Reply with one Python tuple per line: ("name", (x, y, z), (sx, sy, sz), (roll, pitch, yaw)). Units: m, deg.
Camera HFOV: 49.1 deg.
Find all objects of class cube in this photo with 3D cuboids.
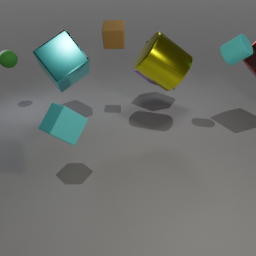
("cube", (4.830, -2.202, 9.243), (1.400, 1.400, 1.400), (10, 44, -55))
("cube", (-0.480, -3.186, 9.556), (0.700, 0.700, 0.700), (0, 49, 3))
("cube", (-2.385, -2.399, 10.308), (1.400, 1.400, 1.400), (-38, -1, -10))
("cube", (-1.510, -0.097, 6.533), (0.700, 0.700, 0.700), (32, -9, -39))
("cube", (1.380, -2.626, 11.775), (1.400, 1.400, 1.400), (24, -1, 38))

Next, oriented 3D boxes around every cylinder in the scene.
("cylinder", (3.317, -2.383, 8.562), (0.700, 0.700, 0.700), (-27, 5, 44))
("cylinder", (1.139, -2.159, 9.174), (1.400, 1.400, 1.400), (32, 25, -15))

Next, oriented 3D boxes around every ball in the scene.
("ball", (-4.738, -2.721, 11.080), (0.700, 0.700, 0.700), (0, 29, 0))
